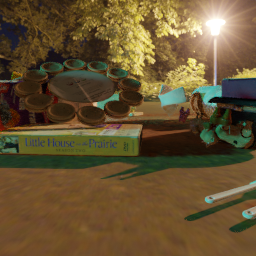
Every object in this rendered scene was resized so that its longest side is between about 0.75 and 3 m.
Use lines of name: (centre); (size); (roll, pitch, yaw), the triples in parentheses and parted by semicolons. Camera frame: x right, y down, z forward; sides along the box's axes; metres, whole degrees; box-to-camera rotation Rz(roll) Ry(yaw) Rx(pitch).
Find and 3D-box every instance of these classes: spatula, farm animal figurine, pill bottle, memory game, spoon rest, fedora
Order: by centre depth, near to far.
spatula: (1.329, 0.636, 2.440); (1.266, 0.102, 0.880); (-5, 14, -34)
farm animal figurine: (1.599, 0.062, 5.343); (1.096, 0.682, 1.357); (18, -4, -22)
fedora: (2.703, -0.200, 6.193); (1.898, 0.867, 1.898); (4, 10, -1)
memory game: (-1.023, -0.909, 6.324); (2.843, 0.181, 2.843); (6, 36, -4)
pill bottle: (-1.966, -0.490, 6.816); (2.355, 1.312, 1.312); (0, 6, -2)
spoon rest: (1.568, -1.103, 10.785); (0.846, 1.386, 2.790); (-14, 1, 0)
pill bottle: (3.525, -1.012, 11.179); (1.356, 1.356, 2.372); (-1, 8, -10)

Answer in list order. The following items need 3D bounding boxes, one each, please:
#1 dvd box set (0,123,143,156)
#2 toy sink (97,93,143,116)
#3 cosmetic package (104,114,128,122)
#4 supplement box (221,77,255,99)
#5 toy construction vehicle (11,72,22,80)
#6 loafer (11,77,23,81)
dvd box set: (-0.964, 0.169, 5.262); (2.448, 0.360, 1.791); (1, 6, 4)
toy sink: (-0.367, -1.204, 13.991); (2.004, 1.123, 1.306); (3, 7, 26)
cosmetic package: (-0.663, -0.506, 10.849); (0.639, 0.449, 1.259); (6, 8, 42)
supplement box: (4.524, -0.823, 8.815); (2.938, 1.516, 1.923); (-6, 9, -42)
toy construction vehicle: (-4.930, -1.180, 9.974); (2.030, 2.332, 0.821); (15, 34, -17)
loafer: (-3.809, -0.565, 7.515); (2.884, 1.037, 0.907); (-26, 11, -29)
